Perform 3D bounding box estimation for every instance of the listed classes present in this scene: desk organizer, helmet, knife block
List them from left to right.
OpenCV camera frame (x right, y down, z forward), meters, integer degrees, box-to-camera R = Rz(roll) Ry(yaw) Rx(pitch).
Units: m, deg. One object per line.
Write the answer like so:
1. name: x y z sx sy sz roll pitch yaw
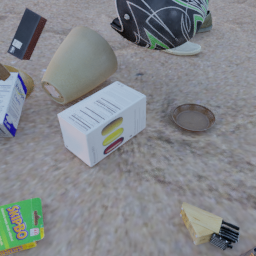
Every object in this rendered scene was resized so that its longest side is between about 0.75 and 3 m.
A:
1. desk organizer: -2.623 -2.420 7.343 0.445 1.242 0.478 29 12 -1
2. helmet: 0.893 -3.708 8.229 2.965 2.965 2.827 -13 14 -14
3. knife block: 1.833 2.100 6.151 1.031 0.376 1.175 -11 43 -13

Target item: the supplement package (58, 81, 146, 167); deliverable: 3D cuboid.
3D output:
1. supplement package: -0.663 -0.177 8.011 1.222 1.269 2.231 32 52 32

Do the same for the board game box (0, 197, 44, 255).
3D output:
1. board game box: -2.984 2.254 6.027 2.290 0.343 1.094 -13 44 -11

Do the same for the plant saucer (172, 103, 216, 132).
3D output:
1. plant saucer: 2.073 -0.289 8.908 1.360 0.249 1.360 -1 42 1

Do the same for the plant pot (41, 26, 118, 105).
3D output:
1. plant pot: -1.859 -1.950 9.665 2.111 2.111 2.254 25 62 25

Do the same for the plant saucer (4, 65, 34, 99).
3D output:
1. plant saucer: -4.931 -1.581 10.150 2.877 0.509 2.877 0 42 0

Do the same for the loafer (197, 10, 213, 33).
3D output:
1. loafer: 2.896 -5.199 13.777 2.967 1.033 1.116 -20 46 -21

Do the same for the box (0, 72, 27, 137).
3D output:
1. box: -4.165 -0.738 8.496 1.666 0.950 1.811 3 63 3

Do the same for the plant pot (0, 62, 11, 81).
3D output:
1. plant pot: -2.894 -1.208 4.989 1.439 1.439 0.664 31 78 30

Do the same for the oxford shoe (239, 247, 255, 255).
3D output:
1. oxford shoe: 2.396 2.615 5.559 1.077 0.393 0.384 -23 47 -24

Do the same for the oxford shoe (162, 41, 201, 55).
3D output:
1. oxford shoe: 1.897 -3.922 12.549 2.802 0.809 1.054 22 43 19
